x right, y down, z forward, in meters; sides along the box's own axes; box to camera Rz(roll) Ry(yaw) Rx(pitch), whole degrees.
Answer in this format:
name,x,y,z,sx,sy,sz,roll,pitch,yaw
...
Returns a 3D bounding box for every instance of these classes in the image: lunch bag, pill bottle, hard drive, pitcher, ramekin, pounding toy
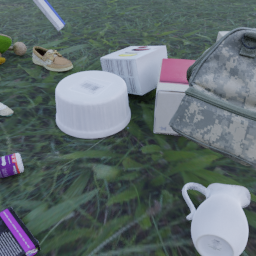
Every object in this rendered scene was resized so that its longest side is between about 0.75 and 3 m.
name,x,y,z,sx,sy,sz,roll,pitch,yaw
lunch bag,1.792,-0.529,4.720,1.497,1.803,2.149,27,10,21
pill bottle,-3.227,1.010,7.228,0.945,0.532,0.532,-15,39,-19
hard drive,-2.998,-4.327,9.515,0.277,2.185,1.442,-41,21,-1
pitcher,1.718,1.802,5.816,1.477,1.044,1.722,10,28,22
ramekin,-1.163,-0.892,9.235,2.535,1.236,2.535,0,36,0
pounding toy,-6.332,-3.446,13.005,2.238,1.346,2.900,-1,5,17

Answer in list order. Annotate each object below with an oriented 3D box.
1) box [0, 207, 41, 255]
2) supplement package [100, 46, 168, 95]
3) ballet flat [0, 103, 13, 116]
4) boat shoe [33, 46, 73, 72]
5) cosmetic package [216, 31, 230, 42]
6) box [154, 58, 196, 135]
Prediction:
name,x,y,z,sx,sy,sz,roll,pitch,yaw
box,-2.802,2.454,5.444,1.758,0.317,1.257,-28,44,-34
supplement package,0.293,-2.258,10.683,1.845,1.357,1.764,14,36,42
ballet flat,-4.584,-0.718,9.702,1.284,0.400,0.433,12,38,15
boat shoe,-3.514,-3.166,12.727,2.330,0.773,0.862,19,40,24
cosmetic package,5.277,-3.872,13.601,1.281,0.904,2.475,-2,37,-3
box,1.625,-1.083,9.198,1.336,1.568,2.452,5,37,7
